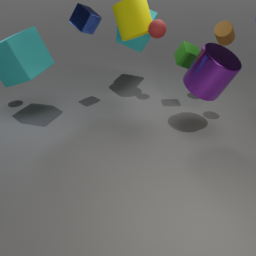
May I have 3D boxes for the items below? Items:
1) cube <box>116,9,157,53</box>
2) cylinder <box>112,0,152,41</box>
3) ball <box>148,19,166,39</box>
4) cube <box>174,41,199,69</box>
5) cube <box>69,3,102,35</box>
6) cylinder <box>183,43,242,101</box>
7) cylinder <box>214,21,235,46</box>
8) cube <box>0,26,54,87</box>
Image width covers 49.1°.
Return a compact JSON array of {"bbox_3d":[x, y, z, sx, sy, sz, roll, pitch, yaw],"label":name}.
[{"bbox_3d":[0.380,-4.736,13.214,1.400,1.400,1.400,26,63,6],"label":"cube"},{"bbox_3d":[0.222,-4.438,11.382,1.400,1.400,1.400,-17,14,4],"label":"cylinder"},{"bbox_3d":[1.120,-3.793,10.731,0.700,0.700,0.700,0,30,0],"label":"ball"},{"bbox_3d":[2.333,-2.847,11.013,0.700,0.700,0.700,15,50,-22],"label":"cube"},{"bbox_3d":[-1.485,-3.799,9.793,0.700,0.700,0.700,44,27,14],"label":"cube"},{"bbox_3d":[2.784,-1.864,9.374,1.400,1.400,1.400,14,46,-15],"label":"cylinder"},{"bbox_3d":[3.817,-3.736,11.061,0.700,0.700,0.700,20,-4,31],"label":"cylinder"},{"bbox_3d":[-3.728,-2.433,9.656,1.400,1.400,1.400,-7,32,32],"label":"cube"}]
